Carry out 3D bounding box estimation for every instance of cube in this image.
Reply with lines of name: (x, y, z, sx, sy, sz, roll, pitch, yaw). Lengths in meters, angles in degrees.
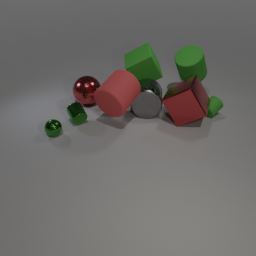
cube: (0.767, -3.150, 14.130, 1.400, 1.400, 1.400, -23, 41, 17)
cube: (2.511, -1.160, 11.960, 1.400, 1.400, 1.400, -22, 21, 34)

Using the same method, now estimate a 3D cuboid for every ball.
ball: (-3.021, -0.007, 11.330, 0.700, 0.700, 0.700, 0, 32, 0)
ball: (-1.962, -1.819, 13.532, 1.400, 1.400, 1.400, 0, 32, 0)

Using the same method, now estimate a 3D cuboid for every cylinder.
cylinder: (0.872, -1.365, 12.813, 1.400, 1.400, 1.400, 3, 32, 5)
cylinder: (-0.415, -1.395, 11.273, 1.400, 1.400, 1.400, 18, 53, 27)
cylinder: (3.156, -3.141, 13.992, 1.400, 1.400, 1.400, -12, 55, 18)
cylinder: (3.805, -0.976, 12.642, 0.700, 0.700, 0.700, -43, 45, -10)
cylinder: (-2.189, -0.628, 12.015, 0.700, 0.700, 0.700, -18, 58, -26)
